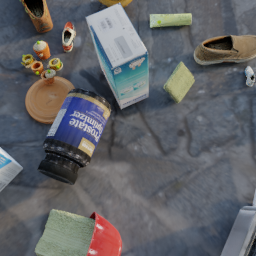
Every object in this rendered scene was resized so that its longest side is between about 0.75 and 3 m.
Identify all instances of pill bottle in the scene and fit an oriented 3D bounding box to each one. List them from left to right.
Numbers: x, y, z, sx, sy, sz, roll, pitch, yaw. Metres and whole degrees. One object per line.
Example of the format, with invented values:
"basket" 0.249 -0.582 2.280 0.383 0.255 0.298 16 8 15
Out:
"pill bottle" -1.770 0.294 9.221 1.616 1.616 2.889 18 70 7

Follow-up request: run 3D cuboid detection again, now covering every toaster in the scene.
"toaster" 4.106 3.573 7.849 2.331 1.529 2.577 28 76 10

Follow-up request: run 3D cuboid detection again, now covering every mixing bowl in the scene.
"mixing bowl" -0.804 3.465 7.997 1.018 1.880 1.880 21 69 -10

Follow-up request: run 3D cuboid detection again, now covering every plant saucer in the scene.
"plant saucer" -2.874 -1.105 10.491 1.940 0.313 1.940 0 69 1

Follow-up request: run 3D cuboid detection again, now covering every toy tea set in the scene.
"toy tea set" -3.257 -2.576 10.659 1.217 0.757 2.046 -40 61 -16

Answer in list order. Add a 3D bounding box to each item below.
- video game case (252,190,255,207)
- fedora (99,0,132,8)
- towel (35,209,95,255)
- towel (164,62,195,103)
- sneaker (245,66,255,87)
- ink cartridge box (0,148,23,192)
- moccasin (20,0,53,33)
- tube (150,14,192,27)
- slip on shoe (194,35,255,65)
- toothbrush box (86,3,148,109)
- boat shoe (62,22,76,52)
"video game case" 4.463 2.789 8.921 1.051 0.132 1.468 18 74 2
"fedora" -0.508 -5.610 12.101 1.616 0.659 1.616 -1 68 3
"towel" -1.718 3.336 8.380 2.079 0.379 1.542 9 67 24
"towel" 1.934 -1.693 10.496 1.005 0.247 1.354 44 69 -28
"sneaker" 4.762 -2.045 10.823 0.318 0.368 0.849 2 68 -4
"ink cartridge box" -5.239 1.440 8.513 2.040 2.077 2.821 37 73 14
"moccasin" -4.031 -5.356 11.750 1.053 1.111 2.878 -18 69 -7
"tube" 1.792 -4.557 11.828 1.735 0.450 0.503 0 30 5
"slip on shoe" 4.065 -3.222 11.023 2.890 0.876 1.099 -8 68 -3
"toothbrush box" -0.254 -2.280 9.545 1.230 2.885 2.112 -24 71 -3
"boat shoe" -2.460 -3.838 11.507 0.512 0.450 1.438 1 67 2
